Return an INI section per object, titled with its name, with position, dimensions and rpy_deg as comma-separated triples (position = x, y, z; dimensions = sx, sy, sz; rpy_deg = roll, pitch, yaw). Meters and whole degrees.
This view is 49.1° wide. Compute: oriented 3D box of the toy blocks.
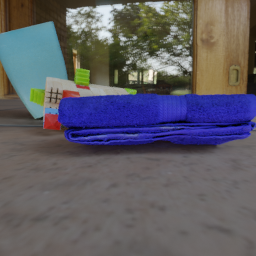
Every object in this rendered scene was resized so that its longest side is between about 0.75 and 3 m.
[toy blocks]
position = -0.972, -0.540, 7.196
dimensions = 2.979, 1.489, 2.037
rpy_deg = 6, 21, -19

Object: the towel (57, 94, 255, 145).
[towel]
position = 0.428, 0.009, 4.854
dimensions = 2.921, 0.724, 2.157
rpy_deg = 0, -11, 1

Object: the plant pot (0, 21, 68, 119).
[plant pot]
position = -3.310, -1.924, 10.274
dimensions = 2.077, 2.939, 2.076
rpy_deg = -20, 9, -15
